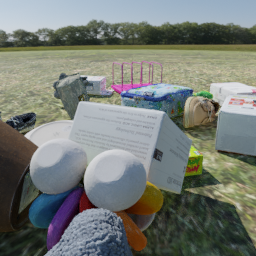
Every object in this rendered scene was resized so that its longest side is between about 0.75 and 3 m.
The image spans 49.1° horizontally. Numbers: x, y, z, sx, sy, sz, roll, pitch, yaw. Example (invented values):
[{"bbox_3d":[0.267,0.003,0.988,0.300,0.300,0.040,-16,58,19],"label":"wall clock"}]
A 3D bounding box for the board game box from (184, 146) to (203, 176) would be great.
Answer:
[{"bbox_3d":[0.986,0.577,7.577,1.120,0.525,2.204,-5,20,-13],"label":"board game box"}]

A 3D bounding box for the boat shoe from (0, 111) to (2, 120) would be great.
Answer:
[{"bbox_3d":[-6.170,-0.520,10.078,2.959,0.915,1.108,-3,20,-8],"label":"boat shoe"}]

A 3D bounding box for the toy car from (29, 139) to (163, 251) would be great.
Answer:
[{"bbox_3d":[-0.607,1.270,4.386,2.144,1.877,1.608,10,59,21],"label":"toy car"}]

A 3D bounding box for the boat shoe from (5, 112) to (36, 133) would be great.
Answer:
[{"bbox_3d":[-3.696,-0.114,9.174,0.650,0.615,1.813,35,28,15],"label":"boat shoe"}]

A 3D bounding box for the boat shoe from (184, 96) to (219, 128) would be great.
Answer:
[{"bbox_3d":[2.752,-0.663,10.340,0.927,1.024,2.872,9,20,25],"label":"boat shoe"}]

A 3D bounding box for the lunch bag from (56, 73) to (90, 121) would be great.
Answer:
[{"bbox_3d":[-2.095,-1.192,10.927,1.081,1.508,1.839,-17,24,-2],"label":"lunch bag"}]

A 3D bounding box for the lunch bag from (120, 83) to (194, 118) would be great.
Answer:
[{"bbox_3d":[1.177,-1.146,11.596,2.781,1.147,2.235,-17,23,-42],"label":"lunch bag"}]

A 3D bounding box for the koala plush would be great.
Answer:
[{"bbox_3d":[-0.826,1.804,2.766,1.921,1.766,1.704,-14,20,-3],"label":"koala plush"}]

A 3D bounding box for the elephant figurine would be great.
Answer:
[{"bbox_3d":[-2.499,-1.891,13.429,1.709,1.559,2.203,33,12,10],"label":"elephant figurine"}]

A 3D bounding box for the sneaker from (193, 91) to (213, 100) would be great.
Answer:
[{"bbox_3d":[3.090,-1.364,13.109,1.740,0.644,0.727,4,32,25],"label":"sneaker"}]

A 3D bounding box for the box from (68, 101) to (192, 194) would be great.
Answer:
[{"bbox_3d":[0.067,0.435,5.673,1.904,1.245,1.894,10,-12,30],"label":"box"}]

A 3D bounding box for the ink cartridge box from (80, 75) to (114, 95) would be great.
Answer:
[{"bbox_3d":[-2.043,-2.385,15.452,2.403,0.809,1.407,5,20,7],"label":"ink cartridge box"}]

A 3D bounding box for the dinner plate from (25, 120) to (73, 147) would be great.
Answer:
[{"bbox_3d":[-2.087,0.276,8.129,2.266,0.275,2.266,-3,31,2],"label":"dinner plate"}]

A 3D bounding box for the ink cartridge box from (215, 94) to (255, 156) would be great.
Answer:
[{"bbox_3d":[4.365,-0.107,8.399,2.980,1.249,2.616,9,21,23],"label":"ink cartridge box"}]

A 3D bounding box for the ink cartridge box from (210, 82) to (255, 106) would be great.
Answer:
[{"bbox_3d":[4.940,-1.447,12.740,1.557,0.880,2.126,-5,20,-14],"label":"ink cartridge box"}]

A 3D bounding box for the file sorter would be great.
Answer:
[{"bbox_3d":[0.497,-2.916,15.778,2.510,1.574,1.744,-6,21,-20],"label":"file sorter"}]

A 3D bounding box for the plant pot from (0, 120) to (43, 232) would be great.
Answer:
[{"bbox_3d":[-3.003,0.645,4.832,2.924,2.733,2.733,15,21,4],"label":"plant pot"}]
